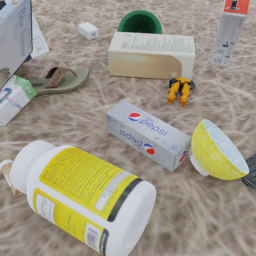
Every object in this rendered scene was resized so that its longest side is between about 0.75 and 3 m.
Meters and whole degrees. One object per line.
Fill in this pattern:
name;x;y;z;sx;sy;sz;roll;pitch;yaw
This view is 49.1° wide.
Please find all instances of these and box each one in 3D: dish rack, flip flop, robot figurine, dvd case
dish rack;4.015;1.315;6.416;1.989;0.707;2.593;-22;48;-23
flip flop;-2.523;-1.697;9.536;2.468;0.711;1.001;-11;41;-8
robot figurine;1.743;-1.252;9.344;0.910;0.365;1.255;13;46;14
dvd case;-3.018;-1.551;6.399;0.247;2.011;2.819;26;60;-3

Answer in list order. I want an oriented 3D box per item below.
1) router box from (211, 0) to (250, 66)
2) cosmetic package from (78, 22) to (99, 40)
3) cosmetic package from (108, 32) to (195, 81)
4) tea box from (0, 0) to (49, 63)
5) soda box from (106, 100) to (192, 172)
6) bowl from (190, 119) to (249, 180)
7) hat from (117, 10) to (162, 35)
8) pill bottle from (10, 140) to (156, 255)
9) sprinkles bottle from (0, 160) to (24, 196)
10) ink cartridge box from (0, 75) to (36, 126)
router box;2.016;-2.240;5.392;0.393;1.607;1.443;13;75;13
cosmetic package;-1.788;-4.387;12.623;0.549;0.395;0.973;-25;48;-25
cosmetic package;0.870;-2.655;10.300;2.988;1.062;1.572;6;44;6
tea box;-4.578;-2.656;8.981;2.759;1.874;2.805;-35;24;-31
soda box;0.496;0.159;7.583;2.342;0.743;0.799;31;51;28
bowl;2.048;0.665;6.826;1.617;0.870;1.617;36;27;-22
hat;0.520;-3.896;12.250;1.805;1.918;2.179;19;82;4
pill bottle;-0.976;1.311;5.765;2.798;1.573;1.573;23;48;21
sprinkles bottle;-2.783;1.194;6.794;0.340;0.340;0.997;-27;50;-26
ink cartridge box;-3.779;-0.913;8.604;1.082;0.652;1.489;23;62;23
